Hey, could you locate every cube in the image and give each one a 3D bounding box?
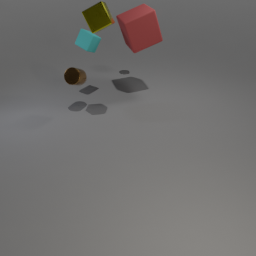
[{"bbox_3d":[-0.912,-3.453,8.766,0.700,0.700,0.700,-23,18,14],"label":"cube"},{"bbox_3d":[-1.712,-3.734,12.016,0.700,0.700,0.700,34,20,15],"label":"cube"},{"bbox_3d":[0.495,-4.364,12.251,1.400,1.400,1.400,-25,37,-1],"label":"cube"}]

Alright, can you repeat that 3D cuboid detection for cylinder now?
[{"bbox_3d":[-2.144,-2.099,11.440,0.700,0.700,0.700,8,9,13],"label":"cylinder"}]
